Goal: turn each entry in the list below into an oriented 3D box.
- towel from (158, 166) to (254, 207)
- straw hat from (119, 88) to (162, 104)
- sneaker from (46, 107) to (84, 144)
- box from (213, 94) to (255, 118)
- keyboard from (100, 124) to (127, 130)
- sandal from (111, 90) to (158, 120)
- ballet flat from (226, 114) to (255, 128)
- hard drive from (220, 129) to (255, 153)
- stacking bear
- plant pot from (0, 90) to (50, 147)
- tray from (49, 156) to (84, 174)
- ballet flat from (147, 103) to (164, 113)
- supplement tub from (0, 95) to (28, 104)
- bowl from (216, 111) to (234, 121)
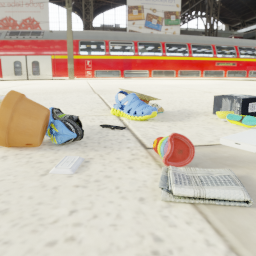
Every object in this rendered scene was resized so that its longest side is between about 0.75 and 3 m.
[{"bbox_3d":[1.508,1.122,5.875,1.720,0.297,1.656,1,13,7],"label":"towel"},{"bbox_3d":[0.542,-1.336,15.079,2.489,1.053,2.489,15,6,-2],"label":"straw hat"},{"bbox_3d":[-2.261,-0.055,9.931,1.168,0.999,2.819,5,13,-26],"label":"sneaker"},{"bbox_3d":[5.519,-1.116,14.090,1.737,1.077,1.708,-8,13,-30],"label":"box"},{"bbox_3d":[-0.681,-0.031,11.411,1.147,0.118,0.729,8,8,34],"label":"keyboard"},{"bbox_3d":[0.204,-1.099,13.574,1.167,1.279,2.937,-10,18,-44],"label":"sandal"},{"bbox_3d":[4.784,-0.259,11.598,1.486,0.498,0.496,20,68,50],"label":"ballet flat"},{"bbox_3d":[4.158,0.388,9.229,1.943,0.255,1.281,-10,16,-36],"label":"hard drive"},{"bbox_3d":[1.108,0.541,7.488,0.806,0.861,1.417,14,0,-16],"label":"stacking bear"},{"bbox_3d":[-3.218,-0.165,8.759,1.254,1.792,1.792,15,11,-7],"label":"plant pot"},{"bbox_3d":[-1.541,0.917,7.179,0.608,0.126,1.133,2,13,5],"label":"tray"},{"bbox_3d":[1.370,-1.031,14.734,0.648,0.595,1.888,9,15,35],"label":"ballet flat"},{"bbox_3d":[-4.799,-0.541,10.667,1.964,1.418,1.418,-5,14,-24],"label":"supplement tub"},{"bbox_3d":[4.441,-0.540,12.840,0.774,0.416,0.774,1,0,0],"label":"bowl"}]
